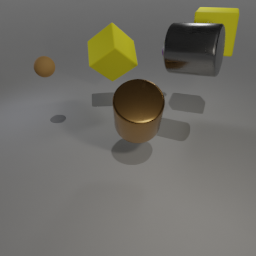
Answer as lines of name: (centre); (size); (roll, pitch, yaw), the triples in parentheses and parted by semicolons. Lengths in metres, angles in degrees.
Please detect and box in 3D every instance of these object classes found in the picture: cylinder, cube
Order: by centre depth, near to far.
cylinder: (1.877, -2.199, 7.861); (1.400, 1.400, 1.400); (11, 31, 24)
cylinder: (0.285, -0.447, 8.040); (1.400, 1.400, 1.400); (0, 65, 0)
cube: (3.093, -3.451, 9.961); (1.400, 1.400, 1.400); (9, 31, 16)
cube: (-0.637, -3.024, 11.328); (1.400, 1.400, 1.400); (-27, 55, 31)

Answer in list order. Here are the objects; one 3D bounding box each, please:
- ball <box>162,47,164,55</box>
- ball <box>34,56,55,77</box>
ball: (1.805, -3.252, 11.972); (0.700, 0.700, 0.700); (0, 30, 0)
ball: (-2.801, -2.053, 9.393); (0.700, 0.700, 0.700); (0, 30, 0)
